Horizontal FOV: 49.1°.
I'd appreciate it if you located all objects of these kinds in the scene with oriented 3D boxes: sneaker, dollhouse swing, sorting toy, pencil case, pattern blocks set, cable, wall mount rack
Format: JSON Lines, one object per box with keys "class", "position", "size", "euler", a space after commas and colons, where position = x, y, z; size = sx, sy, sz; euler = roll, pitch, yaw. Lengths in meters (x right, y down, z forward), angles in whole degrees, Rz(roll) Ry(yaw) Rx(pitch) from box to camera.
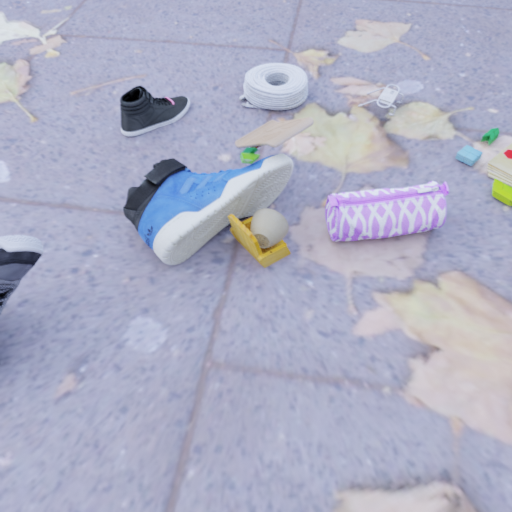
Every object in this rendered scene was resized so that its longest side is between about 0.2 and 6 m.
{"class": "sneaker", "position": [-4.134, 0.861, 8.567], "size": [2.750, 1.038, 1.565], "euler": [-30, 71, 23]}
{"class": "sneaker", "position": [-0.990, -1.409, 10.980], "size": [3.391, 1.302, 1.886], "euler": [-37, 66, -21]}
{"class": "dollhouse swing", "position": [0.055, -0.448, 10.426], "size": [0.898, 0.868, 0.988], "euler": [-28, 53, -23]}
{"class": "sorting toy", "position": [0.166, -2.258, 11.041], "size": [1.722, 0.253, 1.273], "euler": [-36, 29, -26]}
{"class": "pencil case", "position": [2.488, -0.862, 10.698], "size": [2.355, 1.007, 0.989], "euler": [-10, 64, -7]}
{"class": "sneaker", "position": [-2.372, -3.592, 13.172], "size": [1.929, 0.957, 0.682], "euler": [-32, 54, -27]}
{"class": "pattern blocks set", "position": [5.993, -1.801, 12.043], "size": [2.635, 0.243, 2.998], "euler": [-27, 54, -22]}
{"class": "cable", "position": [0.494, -4.271, 14.032], "size": [1.632, 0.565, 1.633], "euler": [12, 49, 10]}
{"class": "wall mount rack", "position": [3.087, -3.858, 13.819], "size": [0.925, 0.397, 1.065], "euler": [24, 52, 15]}

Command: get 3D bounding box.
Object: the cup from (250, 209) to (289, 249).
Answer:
{"class": "cup", "position": [0.181, -0.438, 10.381], "size": [0.724, 0.724, 0.518], "euler": [17, 49, 15]}
